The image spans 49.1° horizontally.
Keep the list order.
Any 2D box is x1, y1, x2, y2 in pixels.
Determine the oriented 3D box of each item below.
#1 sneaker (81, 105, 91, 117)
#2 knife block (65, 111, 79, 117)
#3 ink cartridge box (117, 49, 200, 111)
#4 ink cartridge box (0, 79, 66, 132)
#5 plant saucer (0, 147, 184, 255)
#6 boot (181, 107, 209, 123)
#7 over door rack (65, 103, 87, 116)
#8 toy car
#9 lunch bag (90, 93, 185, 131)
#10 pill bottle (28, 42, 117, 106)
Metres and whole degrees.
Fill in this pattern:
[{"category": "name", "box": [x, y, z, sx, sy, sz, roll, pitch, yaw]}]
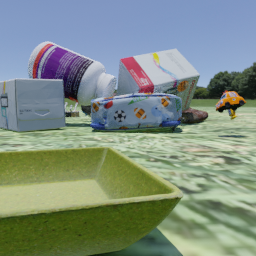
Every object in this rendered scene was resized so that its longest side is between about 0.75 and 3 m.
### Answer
[{"category": "sneaker", "box": [-0.822, -0.690, 12.044, 2.794, 1.095, 1.257, 3, -14, -40]}, {"category": "knife block", "box": [-3.108, -0.753, 14.876, 0.863, 0.315, 0.983, 2, 6, 6]}, {"category": "ink cartridge box", "box": [1.010, -1.524, 9.983, 2.331, 1.694, 1.686, -16, 52, -19]}, {"category": "ink cartridge box", "box": [-2.889, -0.679, 8.157, 1.392, 1.386, 1.898, -6, 8, -41]}, {"category": "plant saucer", "box": [-0.652, 0.435, 1.799, 1.506, 0.361, 1.508, -2, 5, -17]}, {"category": "boot", "box": [2.185, -0.502, 11.138, 1.716, 0.591, 1.841, 4, 11, 30]}, {"category": "over door rack", "box": [-3.186, -1.020, 15.007, 1.366, 0.616, 1.849, 2, -4, 17]}, {"category": "toy car", "box": [2.358, -0.528, 6.769, 0.663, 0.450, 1.352, -13, -15, 6]}, {"category": "lunch bag", "box": [0.325, -0.436, 8.043, 2.623, 0.991, 2.102, 0, 3, 7]}, {"category": "pill bottle", "box": [-1.828, -1.726, 9.387, 2.734, 1.537, 1.537, 25, 10, 10]}]
